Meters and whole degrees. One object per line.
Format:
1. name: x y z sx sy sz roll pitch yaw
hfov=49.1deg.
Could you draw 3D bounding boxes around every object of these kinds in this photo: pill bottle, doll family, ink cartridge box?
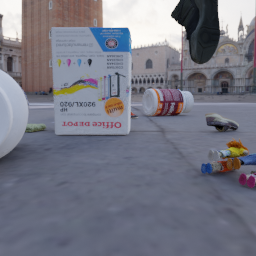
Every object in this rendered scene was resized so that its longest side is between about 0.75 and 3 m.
1. pill bottle: -2.326 -0.248 4.395 1.471 1.471 2.648 -2 7 -19
2. doll family: 1.414 0.377 3.389 0.633 0.459 1.020 -3 7 -27
3. pill bottle: 2.096 -1.335 14.583 2.426 1.385 1.385 -3 7 -25
4. ink cartridge box: -0.889 -1.231 7.781 1.964 2.668 1.930 0 9 2

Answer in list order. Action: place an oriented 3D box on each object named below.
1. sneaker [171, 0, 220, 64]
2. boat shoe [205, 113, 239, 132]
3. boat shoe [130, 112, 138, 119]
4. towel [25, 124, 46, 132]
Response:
1. sneaker: 1.128 -1.731 4.785 0.533 1.393 0.798 0 -2 -26
2. boat shoe: 2.652 -0.092 7.940 1.219 0.395 0.438 18 -13 -31
3. boat shoe: 0.020 -0.619 12.807 0.406 0.357 1.140 -3 8 -42
4. towel: -2.993 -0.013 8.131 1.021 0.186 0.758 2 8 18
